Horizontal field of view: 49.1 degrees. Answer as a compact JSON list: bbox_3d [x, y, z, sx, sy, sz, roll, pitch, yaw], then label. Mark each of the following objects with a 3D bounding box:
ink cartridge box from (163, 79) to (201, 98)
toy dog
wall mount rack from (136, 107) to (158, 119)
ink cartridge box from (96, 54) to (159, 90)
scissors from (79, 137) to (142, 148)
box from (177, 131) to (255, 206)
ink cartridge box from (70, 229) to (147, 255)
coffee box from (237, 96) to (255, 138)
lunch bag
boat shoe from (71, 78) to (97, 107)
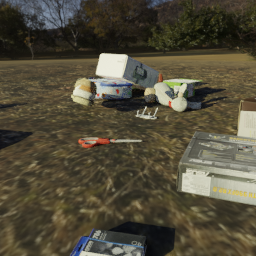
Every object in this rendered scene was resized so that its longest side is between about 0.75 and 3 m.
[{"bbox_3d":[2.721,-2.019,13.958,1.406,0.720,1.902,13,20,39],"label":"ink cartridge box"},{"bbox_3d":[1.669,-1.501,11.311,1.676,1.224,2.541,-13,21,-37],"label":"toy dog"},{"bbox_3d":[0.685,-0.522,9.689,0.778,0.290,0.676,10,19,29],"label":"wall mount rack"},{"bbox_3d":[-0.011,-2.873,14.634,1.963,1.133,2.698,16,2,41],"label":"ink cartridge box"},{"bbox_3d":[-0.463,0.311,7.205,1.574,0.110,0.576,-6,16,-14],"label":"scissors"},{"bbox_3d":[2.235,0.696,5.112,2.345,0.567,1.857,6,18,20],"label":"box"},{"bbox_3d":[-0.236,1.437,3.364,0.877,0.172,0.436,2,17,11],"label":"ink cartridge box"},{"bbox_3d":[4.270,-0.022,6.507,2.875,1.147,1.625,14,22,40],"label":"coffee box"},{"bbox_3d":[-0.960,-1.912,13.383,1.856,0.875,2.317,-10,20,-35],"label":"lunch bag"},{"bbox_3d":[-1.539,-1.352,10.390,0.961,0.879,2.570,18,5,-16],"label":"boat shoe"}]
